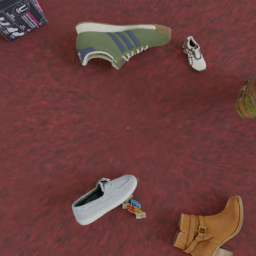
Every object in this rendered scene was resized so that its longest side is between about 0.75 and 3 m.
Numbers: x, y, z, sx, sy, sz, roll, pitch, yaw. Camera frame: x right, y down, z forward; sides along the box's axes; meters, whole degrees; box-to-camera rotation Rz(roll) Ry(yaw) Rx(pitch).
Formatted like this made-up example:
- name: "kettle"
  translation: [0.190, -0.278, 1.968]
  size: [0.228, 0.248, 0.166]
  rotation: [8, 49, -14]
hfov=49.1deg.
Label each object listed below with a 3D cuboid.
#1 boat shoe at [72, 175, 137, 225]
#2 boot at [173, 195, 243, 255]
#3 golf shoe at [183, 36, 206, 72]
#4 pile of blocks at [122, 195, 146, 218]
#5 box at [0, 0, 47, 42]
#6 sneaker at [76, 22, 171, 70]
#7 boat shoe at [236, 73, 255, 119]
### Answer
- name: "boat shoe"
  translation: [-0.523, 1.521, 6.513]
  size: [1.699, 0.593, 0.605]
  rotation: [-33, 118, -24]
- name: "boot"
  translation: [1.913, 2.258, 6.664]
  size: [1.334, 0.635, 1.724]
  rotation: [19, 74, 9]
- name: "golf shoe"
  translation: [1.847, -2.037, 7.758]
  size: [0.399, 0.455, 1.032]
  rotation: [-27, 79, -7]
- name: "pile of blocks"
  translation: [0.040, 1.861, 6.896]
  size: [1.024, 0.318, 0.420]
  rotation: [31, 79, 7]
- name: "box"
  translation: [-3.374, -3.780, 7.470]
  size: [1.291, 1.487, 2.251]
  rotation: [-27, 85, 2]
- name: "sneaker"
  translation: [-0.135, -2.158, 7.651]
  size: [2.591, 0.869, 1.163]
  rotation: [2, 89, -3]
- name: "boat shoe"
  translation: [3.008, -0.825, 6.591]
  size: [0.846, 2.490, 0.896]
  rotation: [-34, 85, 30]
